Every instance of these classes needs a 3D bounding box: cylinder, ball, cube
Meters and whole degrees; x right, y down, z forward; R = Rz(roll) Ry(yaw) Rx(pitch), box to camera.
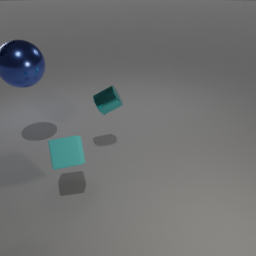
[{"bbox_3d":[-0.618,-0.858,8.693,0.700,0.700,0.700,-27,27,8],"label":"cylinder"},{"bbox_3d":[-3.190,-1.900,8.346,1.400,1.400,1.400,0,28,0],"label":"ball"},{"bbox_3d":[-1.487,0.595,6.890,0.700,0.700,0.700,-10,-3,-3],"label":"cube"}]
